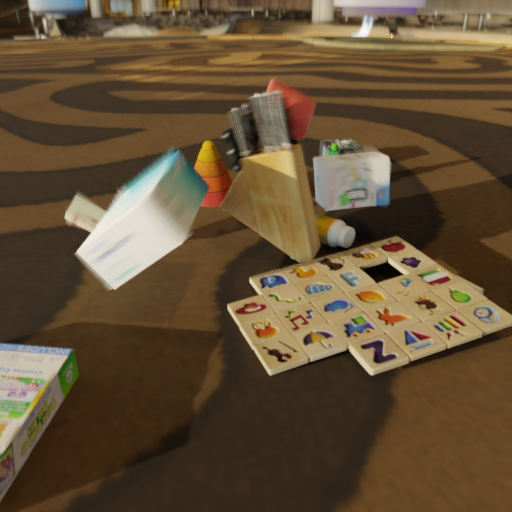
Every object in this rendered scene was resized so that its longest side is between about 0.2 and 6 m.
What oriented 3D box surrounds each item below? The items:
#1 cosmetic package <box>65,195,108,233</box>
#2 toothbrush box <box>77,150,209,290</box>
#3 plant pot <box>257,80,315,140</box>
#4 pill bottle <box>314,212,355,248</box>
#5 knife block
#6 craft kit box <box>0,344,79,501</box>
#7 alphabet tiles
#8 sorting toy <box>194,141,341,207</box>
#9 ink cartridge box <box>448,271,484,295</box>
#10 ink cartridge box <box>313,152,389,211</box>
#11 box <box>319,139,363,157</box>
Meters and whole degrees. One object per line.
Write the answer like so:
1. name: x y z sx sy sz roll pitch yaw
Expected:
1. cosmetic package: -3.088 -0.689 10.679 0.994 0.433 0.514 29 -14 -14
2. toothbrush box: -1.739 -0.629 9.026 1.503 0.876 2.053 -32 20 23
3. plant pot: 0.580 -2.758 10.898 0.948 1.072 1.072 17 28 -3
4. pill bottle: 1.457 -0.502 11.236 0.995 0.561 0.561 23 36 38
5. knife block: 0.527 -1.558 10.363 2.743 2.408 0.877 35 28 2
6. craft kit box: -3.724 1.910 6.707 2.372 0.576 2.343 3 25 7
7. alphabet tiles: 1.561 0.774 8.948 3.697 0.140 3.091 -15 31 -16
8. sorting toy: 0.263 -2.169 13.594 4.107 1.415 1.424 -5 28 -8
9. ink cartridge box: 3.381 0.636 9.358 0.548 0.318 0.942 -17 32 -29
10. ink cartridge box: 1.901 -1.521 11.300 1.313 0.963 0.958 -7 18 -5
11. box: 2.385 -2.876 15.822 0.981 0.608 0.964 -5 26 -9
